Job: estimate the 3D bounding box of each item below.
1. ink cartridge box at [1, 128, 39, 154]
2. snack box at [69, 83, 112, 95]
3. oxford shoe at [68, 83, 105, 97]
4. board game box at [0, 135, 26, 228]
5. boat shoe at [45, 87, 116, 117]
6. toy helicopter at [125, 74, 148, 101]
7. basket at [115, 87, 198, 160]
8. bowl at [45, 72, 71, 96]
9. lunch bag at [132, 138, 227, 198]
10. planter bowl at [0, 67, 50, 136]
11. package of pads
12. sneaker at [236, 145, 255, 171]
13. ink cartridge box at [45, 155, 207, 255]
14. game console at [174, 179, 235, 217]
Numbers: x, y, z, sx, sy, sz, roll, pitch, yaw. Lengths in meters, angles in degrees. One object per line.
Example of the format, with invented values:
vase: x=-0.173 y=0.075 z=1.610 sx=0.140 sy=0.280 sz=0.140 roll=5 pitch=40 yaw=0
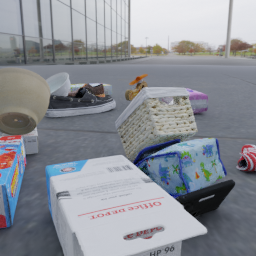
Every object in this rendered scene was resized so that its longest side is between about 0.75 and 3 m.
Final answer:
ink cartridge box: x=-2.629 y=0.271 z=6.850 sx=0.807 sy=0.456 sz=1.100 roll=-5 pitch=18 yaw=-19
snack box: x=-2.142 y=-2.038 z=14.960 sx=2.180 sy=0.577 sz=1.550 roll=-8 pitch=17 yaw=-25
oxford shoe: x=-2.186 y=-1.783 z=13.639 sx=2.177 sy=0.793 sz=0.776 roll=-9 pitch=18 yaw=-29
board game box: x=-2.989 y=0.824 z=4.496 sx=2.359 sy=0.659 sz=2.310 roll=-4 pitch=16 yaw=-15
boat shoe: x=-1.782 y=-1.086 z=10.781 sx=2.956 sy=0.979 sz=1.034 roll=-9 pitch=18 yaw=-30
toy helicopter: x=0.413 y=-1.617 z=12.058 sx=0.788 sy=1.321 sz=1.997 roll=8 pitch=17 yaw=25
basket: x=0.542 y=-0.034 z=5.780 sx=1.063 sy=0.968 sz=1.569 roll=-4 pitch=-23 yaw=-26
bowl: x=-3.276 y=-1.695 z=12.757 sx=1.746 sy=0.785 sz=1.746 roll=-19 pitch=37 yaw=15
lunch bag: x=0.764 y=0.665 z=4.846 sx=1.165 sy=0.873 sz=1.371 roll=-11 pitch=-5 yaw=-40
planter bowl: x=-2.494 y=-0.468 z=6.269 sx=1.483 sy=1.483 sz=0.998 roll=-4 pitch=55 yaw=-13
package of pads: x=2.219 y=-1.118 z=11.263 sx=1.247 sy=0.783 sz=2.069 roll=-3 pitch=16 yaw=-9
sneaker: x=2.474 y=0.603 z=5.872 sx=0.579 sy=0.366 sz=1.029 roll=2 pitch=17 yaw=-4
ink cartridge box: x=-0.205 y=1.083 z=3.428 sx=1.253 sy=0.732 sz=2.159 roll=-6 pitch=16 yaw=-23
game console: x=0.820 y=0.977 z=4.100 sx=1.094 sy=0.962 sz=0.637 roll=-10 pitch=46 yaw=-29
